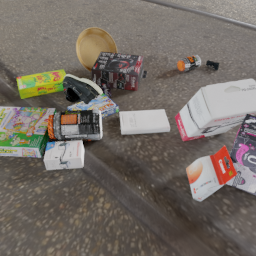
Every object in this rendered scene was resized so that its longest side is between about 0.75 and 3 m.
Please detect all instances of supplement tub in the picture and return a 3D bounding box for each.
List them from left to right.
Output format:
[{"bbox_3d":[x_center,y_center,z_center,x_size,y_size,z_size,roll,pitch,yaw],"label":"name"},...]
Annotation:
[{"bbox_3d":[-1.972,-0.090,10.649,1.934,1.185,1.185,-2,40,-3],"label":"supplement tub"},{"bbox_3d":[3.249,-3.447,14.965,1.142,0.700,0.700,-20,44,-22],"label":"supplement tub"}]

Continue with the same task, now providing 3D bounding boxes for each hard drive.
[{"bbox_3d":[0.653,-0.268,11.569,1.935,0.258,1.276,-4,41,-4],"label":"hard drive"}]

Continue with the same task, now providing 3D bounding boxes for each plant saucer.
[{"bbox_3d":[-1.694,-4.037,14.774,2.405,2.405,0.426,-28,16,-29],"label":"plant saucer"}]

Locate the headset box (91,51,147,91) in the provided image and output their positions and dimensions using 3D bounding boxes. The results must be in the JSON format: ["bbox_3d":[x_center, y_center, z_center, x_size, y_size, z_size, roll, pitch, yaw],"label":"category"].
[{"bbox_3d":[-0.336,-2.853,13.985,2.569,0.964,1.909,7,43,6],"label":"headset box"}]

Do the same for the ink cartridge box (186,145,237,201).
[{"bbox_3d":[2.534,1.370,8.735,0.388,1.548,1.255,24,36,-21],"label":"ink cartridge box"}]

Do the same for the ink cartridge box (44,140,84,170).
[{"bbox_3d":[-2.235,0.951,9.921,1.269,0.545,0.929,-5,41,-3],"label":"ink cartridge box"}]

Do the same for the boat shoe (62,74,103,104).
[{"bbox_3d":[-2.083,-1.438,11.223,2.802,1.047,0.929,23,72,47],"label":"boat shoe"}]

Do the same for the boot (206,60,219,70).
[{"bbox_3d":[4.578,-3.406,15.200,0.695,0.316,0.827,15,36,12],"label":"boot"}]

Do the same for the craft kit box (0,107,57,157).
[{"bbox_3d":[-4.269,0.084,10.962,2.411,0.592,2.441,-1,40,3],"label":"craft kit box"}]

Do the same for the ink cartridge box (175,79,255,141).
[{"bbox_3d":[3.092,-0.543,9.916,1.955,2.692,1.122,-11,75,-12],"label":"ink cartridge box"}]

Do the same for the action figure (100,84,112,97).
[{"bbox_3d":[-1.490,-1.660,13.071,1.416,0.491,0.921,-7,48,-3],"label":"action figure"}]

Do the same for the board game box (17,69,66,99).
[{"bbox_3d":[-4.105,-2.164,13.567,2.291,0.546,1.164,-15,42,-16],"label":"board game box"}]

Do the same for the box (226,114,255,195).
[{"bbox_3d":[3.946,0.902,8.713,1.430,2.164,1.241,20,44,21],"label":"box"}]

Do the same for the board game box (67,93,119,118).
[{"bbox_3d":[-1.501,-0.809,12.152,1.855,0.320,1.256,-25,47,-27],"label":"board game box"}]
